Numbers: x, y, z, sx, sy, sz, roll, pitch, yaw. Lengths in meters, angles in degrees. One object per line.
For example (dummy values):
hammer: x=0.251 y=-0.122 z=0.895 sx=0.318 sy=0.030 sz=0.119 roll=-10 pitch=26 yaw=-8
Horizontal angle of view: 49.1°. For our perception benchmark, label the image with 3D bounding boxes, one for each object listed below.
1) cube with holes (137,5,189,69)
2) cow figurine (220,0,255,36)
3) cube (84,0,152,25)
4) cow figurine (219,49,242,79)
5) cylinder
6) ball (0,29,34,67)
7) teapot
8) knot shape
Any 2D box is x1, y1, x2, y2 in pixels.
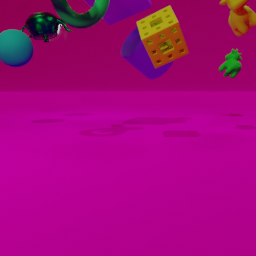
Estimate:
cube with holes: x=0.706 y=-1.847 z=5.714 sx=0.745 sy=0.745 sz=0.745 roll=-22 pitch=45 yaw=14
cow figurine: x=2.533 y=-2.687 z=6.464 sx=0.580 sy=1.041 sz=1.057 roll=-37 pitch=4 yaw=11
cube: x=-0.334 y=-3.921 z=7.523 sx=1.389 sy=1.389 sz=1.389 roll=-15 pitch=-15 yaw=23
cow figurine: x=3.972 y=-2.443 z=10.541 sx=0.611 sy=1.095 sz=1.112 roll=38 pitch=9 yaw=-20
cylinder: x=0.593 y=-2.237 z=8.261 sx=1.176 sy=1.176 sz=1.176 roll=33 pitch=-11 yaw=-32
ball: x=-3.371 y=-2.361 z=8.324 sx=1.076 sy=1.076 sz=1.076 roll=0 pitch=8 yaw=0
teapot: x=-2.944 y=-3.545 z=10.006 sx=1.914 sy=0.937 sz=1.190 roll=-11 pitch=6 yaw=0
knot shape: x=-1.210 y=-2.959 z=5.793 sx=0.909 sy=1.842 sz=1.968 roll=-27 pitch=33 yaw=37
